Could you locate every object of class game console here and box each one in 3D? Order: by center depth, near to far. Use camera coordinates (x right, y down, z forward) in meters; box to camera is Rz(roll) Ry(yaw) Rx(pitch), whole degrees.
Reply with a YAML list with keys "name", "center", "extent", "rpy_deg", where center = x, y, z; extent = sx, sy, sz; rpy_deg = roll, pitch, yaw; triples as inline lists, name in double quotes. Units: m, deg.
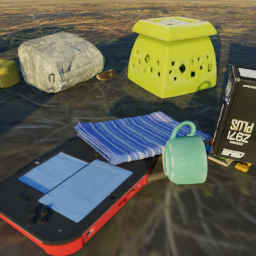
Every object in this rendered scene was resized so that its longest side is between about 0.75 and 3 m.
- name: "game console"
  center: [-1.035, 0.999, 5.148]
  extent: [2.190, 0.384, 2.476]
  rpy_deg: [20, 34, 31]

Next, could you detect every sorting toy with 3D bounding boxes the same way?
- name: "sorting toy"
  center: [2.168, 0.543, 6.188]
  extent: [1.157, 0.155, 0.862]
  rpy_deg: [24, 37, 36]

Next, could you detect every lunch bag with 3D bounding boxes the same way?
- name: "lunch bag"
  center: [-2.210, -2.177, 9.528]
  extent: [1.975, 1.641, 2.355]
  rpy_deg: [22, 38, 33]

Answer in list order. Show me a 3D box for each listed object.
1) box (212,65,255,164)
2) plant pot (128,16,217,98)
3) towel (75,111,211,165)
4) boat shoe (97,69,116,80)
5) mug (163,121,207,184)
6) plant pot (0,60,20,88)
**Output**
- name: "box"
  center: [2.979, -0.157, 5.652]
  extent: [2.145, 1.756, 0.924]
  rpy_deg: [12, 31, 9]
- name: "plant pot"
  center: [1.540, -2.632, 9.802]
  extent: [2.414, 2.201, 2.426]
  rpy_deg: [-16, 32, -25]
- name: "towel"
  center: [0.311, 0.097, 6.411]
  extent: [2.602, 0.310, 1.884]
  rpy_deg: [-11, 25, -31]
- name: "boat shoe"
  center: [-0.883, -2.031, 10.707]
  extent: [0.367, 0.345, 0.963]
  rpy_deg: [6, 19, 40]
- name: "mug"
  center: [1.024, 0.524, 5.357]
  extent: [0.678, 0.901, 1.096]
  rpy_deg: [-4, 57, -2]
- name: "plant pot"
  center: [-4.466, -1.838, 9.842]
  extent: [0.833, 0.828, 0.852]
  rpy_deg: [6, 37, 10]
